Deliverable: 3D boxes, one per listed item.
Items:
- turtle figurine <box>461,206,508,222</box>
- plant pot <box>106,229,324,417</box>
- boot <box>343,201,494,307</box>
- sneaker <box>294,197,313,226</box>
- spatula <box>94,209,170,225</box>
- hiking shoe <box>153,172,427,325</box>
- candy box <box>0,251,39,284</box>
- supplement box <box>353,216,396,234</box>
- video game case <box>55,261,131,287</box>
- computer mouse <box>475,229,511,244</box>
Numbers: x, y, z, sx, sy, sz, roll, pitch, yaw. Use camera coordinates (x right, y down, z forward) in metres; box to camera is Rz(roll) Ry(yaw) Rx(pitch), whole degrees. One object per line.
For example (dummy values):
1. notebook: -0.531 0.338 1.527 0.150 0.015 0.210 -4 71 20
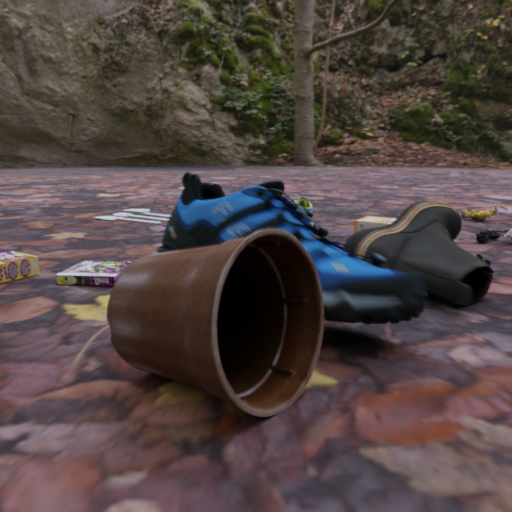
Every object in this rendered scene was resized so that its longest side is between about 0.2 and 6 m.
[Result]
1. turtle figurine: 6.380 -1.172 15.883 1.238 0.399 0.998 -11 6 -12
2. plant pot: -0.437 0.548 5.081 1.528 1.543 1.543 0 9 37
3. boot: 3.050 0.014 8.875 2.978 1.154 2.060 -26 30 -37
4. sneaker: 1.014 -1.048 14.011 0.548 0.899 1.377 -7 13 -28
5. spatula: -3.317 -1.161 16.362 2.391 0.192 1.663 7 12 31
6. hiking shoe: 0.268 -0.151 6.706 3.617 1.568 1.346 12 -2 28
7. candy box: -4.306 0.228 9.131 0.744 0.360 1.276 8 16 32
8. supplement box: 2.989 -0.593 12.810 1.301 0.478 0.820 8 15 32
9. video game case: -2.610 0.284 9.261 0.990 0.196 1.092 1 12 7
10. computer mouse: 5.788 -0.401 12.267 1.721 0.378 0.944 1 5 36
